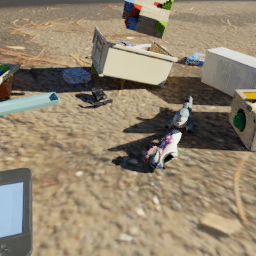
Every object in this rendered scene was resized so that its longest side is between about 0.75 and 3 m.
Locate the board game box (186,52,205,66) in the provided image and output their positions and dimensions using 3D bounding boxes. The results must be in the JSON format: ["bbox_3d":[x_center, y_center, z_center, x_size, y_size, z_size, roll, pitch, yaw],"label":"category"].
[{"bbox_3d":[3.696,-3.565,14.489,0.920,0.272,1.210,21,38,29],"label":"board game box"}]

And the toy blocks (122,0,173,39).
[{"bbox_3d":[0.551,-3.812,9.203,1.590,1.162,2.326,16,48,0],"label":"toy blocks"}]

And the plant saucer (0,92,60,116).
[{"bbox_3d":[-3.729,-0.886,10.311,2.300,0.218,0.804,-14,35,-23],"label":"plant saucer"}]

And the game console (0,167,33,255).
[{"bbox_3d":[-2.989,1.382,5.406,1.995,1.383,2.337,-9,40,-13],"label":"game console"}]

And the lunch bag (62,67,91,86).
[{"bbox_3d":[-2.207,-2.261,12.238,1.044,0.492,1.303,-18,36,-30],"label":"lunch bag"}]

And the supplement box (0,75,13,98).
[{"bbox_3d":[-5.156,-1.911,11.531,0.637,0.659,1.916,-9,35,-12],"label":"supplement box"}]

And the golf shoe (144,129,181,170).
[{"bbox_3d":[1.103,0.606,7.665,0.700,0.552,1.520,25,49,28],"label":"golf shoe"}]

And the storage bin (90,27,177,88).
[{"bbox_3d":[0.067,-3.090,12.012,2.929,1.372,2.907,7,29,-21],"label":"storage bin"}]

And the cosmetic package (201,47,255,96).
[{"bbox_3d":[4.323,-2.112,11.100,1.011,1.438,2.836,-18,37,-26],"label":"cosmetic package"}]

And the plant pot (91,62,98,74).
[{"bbox_3d":[-1.406,-3.023,13.170,0.717,0.766,0.717,0,32,0],"label":"plant pot"}]

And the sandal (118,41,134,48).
[{"bbox_3d":[0.094,-3.932,14.443,1.959,0.853,0.778,21,54,32],"label":"sandal"}]

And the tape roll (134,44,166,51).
[{"bbox_3d":[1.164,-4.175,15.383,1.933,0.353,1.933,1,33,0],"label":"tape roll"}]

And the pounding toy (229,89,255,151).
[{"bbox_3d":[4.059,-0.404,8.201,2.290,1.628,2.108,-1,32,-2],"label":"pounding toy"}]

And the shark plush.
[{"bbox_3d":[1.967,-0.546,9.209,0.861,0.790,1.896,20,37,29],"label":"shark plush"}]

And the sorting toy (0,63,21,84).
[{"bbox_3d":[-5.379,-1.887,10.693,2.256,0.411,2.088,11,53,42],"label":"sorting toy"}]

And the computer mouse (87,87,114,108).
[{"bbox_3d":[-1.201,-1.121,10.650,0.890,0.292,1.267,-22,44,-26],"label":"computer mouse"}]
